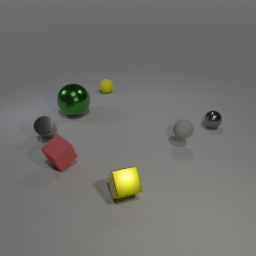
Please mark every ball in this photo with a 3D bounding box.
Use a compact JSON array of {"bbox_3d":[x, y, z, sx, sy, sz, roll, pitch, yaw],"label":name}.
[{"bbox_3d":[3.354,-0.341,11.066,0.700,0.700,0.700,0,29,0],"label":"ball"},{"bbox_3d":[1.920,0.036,9.714,0.700,0.700,0.700,0,29,0],"label":"ball"},{"bbox_3d":[-2.327,-1.198,11.989,1.400,1.400,1.400,0,29,0],"label":"ball"},{"bbox_3d":[-1.118,-2.169,14.442,0.700,0.700,0.700,0,29,0],"label":"ball"}]

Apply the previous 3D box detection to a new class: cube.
[{"bbox_3d":[-2.133,0.774,8.744,0.700,0.700,0.700,30,62,33],"label":"cube"},{"bbox_3d":[-0.094,1.475,7.509,0.700,0.700,0.700,-10,-14,-16],"label":"cube"}]

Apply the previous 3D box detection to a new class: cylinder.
[{"bbox_3d":[-3.009,-0.007,10.248,0.700,0.700,0.700,-2,-15,-3],"label":"cylinder"}]
